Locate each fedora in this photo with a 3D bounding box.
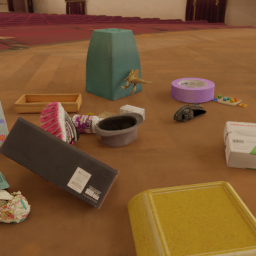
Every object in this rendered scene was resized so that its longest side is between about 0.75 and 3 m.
[{"bbox_3d":[-0.257,0.118,9.212,1.642,0.742,1.453,-14,26,-11],"label":"fedora"}]

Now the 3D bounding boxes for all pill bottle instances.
[{"bbox_3d":[-1.376,-0.137,9.889,1.102,0.619,0.619,4,26,8],"label":"pill bottle"}]

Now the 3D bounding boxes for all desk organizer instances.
[{"bbox_3d":[-1.570,0.819,6.783,2.660,0.954,1.024,28,-7,5],"label":"desk organizer"}]

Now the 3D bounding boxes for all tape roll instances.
[{"bbox_3d":[3.056,-1.815,13.305,1.988,0.652,1.988,-1,25,0],"label":"tape roll"}]

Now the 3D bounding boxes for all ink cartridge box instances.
[{"bbox_3d":[3.469,0.487,8.315,1.073,0.619,1.469,5,37,11],"label":"ink cartridge box"}]

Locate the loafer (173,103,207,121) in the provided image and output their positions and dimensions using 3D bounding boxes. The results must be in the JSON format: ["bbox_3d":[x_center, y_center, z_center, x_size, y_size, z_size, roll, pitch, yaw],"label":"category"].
[{"bbox_3d":[2.463,-0.597,10.947,1.657,0.595,0.521,-20,38,-40],"label":"loafer"}]

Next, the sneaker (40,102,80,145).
[{"bbox_3d":[-1.980,0.392,8.368,0.975,1.156,2.643,-29,45,14],"label":"sneaker"}]

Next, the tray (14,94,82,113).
[{"bbox_3d":[-3.333,-1.061,11.993,2.550,0.472,1.258,-1,25,0],"label":"tray"}]

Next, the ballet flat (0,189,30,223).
[{"bbox_3d":[-3.213,1.605,6.193,2.151,0.687,0.813,2,26,4],"label":"ballet flat"}]

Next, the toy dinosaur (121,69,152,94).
[{"bbox_3d":[0.238,-2.077,12.294,0.602,1.046,2.069,25,14,-30],"label":"toy dinosaur"}]

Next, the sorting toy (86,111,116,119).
[{"bbox_3d":[-1.017,-0.301,10.715,1.444,0.193,1.076,17,35,26],"label":"sorting toy"}]

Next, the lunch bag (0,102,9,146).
[{"bbox_3d":[-4.870,-0.030,7.772,1.590,2.221,2.607,8,24,29],"label":"lunch bag"}]

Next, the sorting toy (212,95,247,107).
[{"bbox_3d":[4.629,-1.270,12.716,1.589,0.217,0.895,19,32,34],"label":"sorting toy"}]

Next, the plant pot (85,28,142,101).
[{"bbox_3d":[-0.705,-3.184,13.530,2.100,2.971,2.099,24,35,39],"label":"plant pot"}]

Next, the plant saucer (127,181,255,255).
[{"bbox_3d":[1.405,1.921,5.483,2.611,0.633,2.611,-6,26,-6],"label":"plant saucer"}]

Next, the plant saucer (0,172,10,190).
[{"bbox_3d":[-3.243,1.292,6.701,0.604,0.164,1.729,-14,7,-27],"label":"plant saucer"}]

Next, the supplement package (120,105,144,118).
[{"bbox_3d":[0.161,-0.545,10.890,0.855,0.486,0.468,18,32,32],"label":"supplement package"}]
